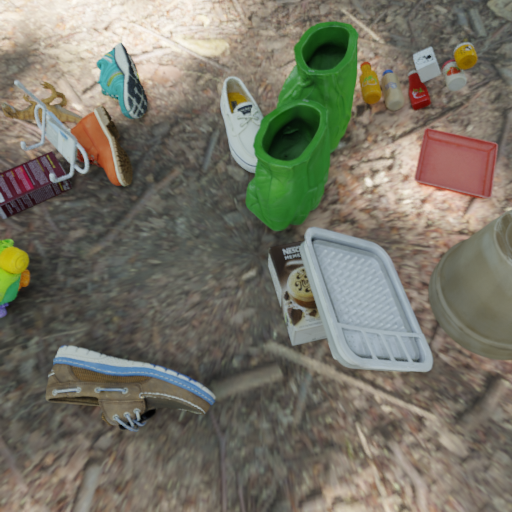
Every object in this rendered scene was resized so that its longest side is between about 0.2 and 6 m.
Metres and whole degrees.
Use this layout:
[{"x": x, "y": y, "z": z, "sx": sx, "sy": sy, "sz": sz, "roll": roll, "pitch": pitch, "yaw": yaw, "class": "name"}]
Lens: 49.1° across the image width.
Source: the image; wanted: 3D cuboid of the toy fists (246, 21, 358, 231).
[{"x": 0.919, "y": -2.421, "z": 10.756, "sx": 1.458, "sy": 2.162, "sz": 4.241, "roll": 11, "pitch": 58, "yaw": 15, "class": "toy fists"}]

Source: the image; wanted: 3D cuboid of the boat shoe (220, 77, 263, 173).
[{"x": -0.223, "y": -2.813, "z": 11.737, "sx": 0.849, "sy": 0.836, "sz": 2.395, "roll": -12, "pitch": 59, "yaw": -8, "class": "boat shoe"}]

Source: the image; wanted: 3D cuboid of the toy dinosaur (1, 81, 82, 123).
[{"x": -4.375, "y": -3.129, "z": 12.198, "sx": 2.059, "sy": 0.622, "sz": 1.094, "roll": 5, "pitch": 76, "yaw": -9, "class": "toy dinosaur"}]

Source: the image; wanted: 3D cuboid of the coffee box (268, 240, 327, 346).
[{"x": 0.860, "y": 0.597, "z": 9.739, "sx": 0.940, "sy": 0.664, "sz": 1.664, "roll": -13, "pitch": 59, "yaw": -8, "class": "coffee box"}]

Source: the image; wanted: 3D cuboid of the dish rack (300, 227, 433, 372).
[{"x": 1.710, "y": 0.800, "z": 9.242, "sx": 2.169, "sy": 0.550, "sz": 2.528, "roll": 11, "pitch": 51, "yaw": -36, "class": "dish rack"}]

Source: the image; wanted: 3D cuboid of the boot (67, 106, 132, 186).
[{"x": -3.224, "y": -2.062, "z": 11.432, "sx": 1.079, "sy": 0.755, "sz": 2.013, "roll": -27, "pitch": 61, "yaw": -1, "class": "boot"}]

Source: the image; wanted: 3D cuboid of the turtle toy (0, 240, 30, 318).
[{"x": -4.763, "y": 0.614, "z": 9.455, "sx": 1.586, "sy": 1.100, "sz": 2.177, "roll": 18, "pitch": 61, "yaw": 20, "class": "turtle toy"}]

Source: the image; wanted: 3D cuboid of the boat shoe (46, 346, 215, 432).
[{"x": -1.977, "y": 2.184, "z": 8.681, "sx": 2.704, "sy": 0.977, "sz": 0.979, "roll": 9, "pitch": 63, "yaw": 17, "class": "boat shoe"}]

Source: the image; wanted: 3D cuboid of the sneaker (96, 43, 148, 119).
[{"x": -3.031, "y": -3.782, "z": 12.493, "sx": 0.897, "sy": 0.873, "sz": 2.252, "roll": -26, "pitch": 55, "yaw": 6, "class": "sneaker"}]

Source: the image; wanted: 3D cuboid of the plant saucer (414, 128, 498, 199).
[{"x": 4.076, "y": -1.851, "z": 11.479, "sx": 1.524, "sy": 0.280, "sz": 1.522, "roll": 15, "pitch": 60, "yaw": 10, "class": "plant saucer"}]

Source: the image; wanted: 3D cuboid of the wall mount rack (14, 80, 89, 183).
[{"x": -3.895, "y": -2.334, "z": 10.483, "sx": 0.696, "sy": 1.622, "sz": 1.867, "roll": -29, "pitch": 64, "yaw": -38, "class": "wall mount rack"}]

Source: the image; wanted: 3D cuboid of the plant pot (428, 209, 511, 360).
[{"x": 4.218, "y": 0.282, "z": 9.181, "sx": 2.274, "sy": 1.973, "sz": 2.274, "roll": 1, "pitch": 58, "yaw": -1, "class": "plant pot"}]

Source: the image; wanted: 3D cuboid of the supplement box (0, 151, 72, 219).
[{"x": -4.516, "y": -1.414, "z": 11.104, "sx": 1.452, "sy": 0.442, "sz": 0.790, "roll": -28, "pitch": 64, "yaw": -16, "class": "supplement box"}]

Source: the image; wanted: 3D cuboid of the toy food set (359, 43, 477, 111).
[{"x": 3.511, "y": -4.009, "z": 12.201, "sx": 2.396, "sy": 1.144, "sz": 1.078, "roll": -20, "pitch": 55, "yaw": 25, "class": "toy food set"}]
